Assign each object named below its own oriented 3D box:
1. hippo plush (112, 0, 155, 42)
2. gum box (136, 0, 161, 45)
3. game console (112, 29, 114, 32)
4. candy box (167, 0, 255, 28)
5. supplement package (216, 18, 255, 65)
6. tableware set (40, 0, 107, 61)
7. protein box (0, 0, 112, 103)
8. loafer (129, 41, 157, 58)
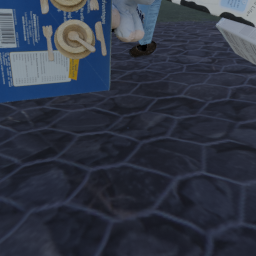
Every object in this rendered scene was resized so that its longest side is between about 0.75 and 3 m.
[{"bbox_3d":[0.159,-3.496,7.620,1.650,1.666,2.072,21,42,-42],"label":"hippo plush"},{"bbox_3d":[0.387,-3.751,8.580,0.395,1.775,1.508,-16,63,-19],"label":"gum box"},{"bbox_3d":[-0.250,-3.968,10.010,1.734,0.209,1.023,-19,71,-14],"label":"game console"},{"bbox_3d":[1.101,-2.506,4.244,2.804,0.855,1.912,31,46,28],"label":"candy box"},{"bbox_3d":[3.271,-2.279,6.603,1.249,1.258,1.658,33,16,-39],"label":"supplement package"},{"bbox_3d":[-0.652,-1.310,3.201,0.684,1.034,0.207,-9,-5,-10],"label":"tableware set"},{"bbox_3d":[-2.028,-2.297,6.549,2.809,2.789,1.895,-11,28,-27],"label":"protein box"},{"bbox_3d":[0.610,-2.786,9.796,1.242,0.453,0.443,-32,2,-34],"label":"loafer"}]
